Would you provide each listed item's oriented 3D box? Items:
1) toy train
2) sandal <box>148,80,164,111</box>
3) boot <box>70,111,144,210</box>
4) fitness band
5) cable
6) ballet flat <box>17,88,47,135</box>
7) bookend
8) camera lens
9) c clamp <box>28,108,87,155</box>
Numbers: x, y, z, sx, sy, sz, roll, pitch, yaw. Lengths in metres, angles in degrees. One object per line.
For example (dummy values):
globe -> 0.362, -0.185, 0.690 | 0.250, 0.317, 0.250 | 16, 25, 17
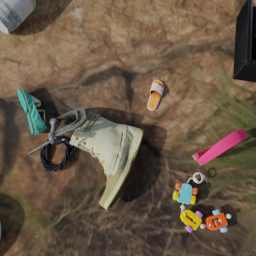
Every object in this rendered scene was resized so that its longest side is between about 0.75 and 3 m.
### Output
toy train -> 2.349, 2.587, 9.288 | 1.529, 0.566, 2.036 | -23, 78, -8
sandal -> 1.061, -1.269, 10.521 | 0.486, 0.364, 1.269 | 14, 74, 4
boot -> -0.946, 1.001, 9.473 | 2.293, 1.069, 2.965 | 21, 69, 5
fitness band -> 2.965, 0.590, 8.862 | 1.623, 2.261, 0.423 | -36, 77, 27
cable -> -2.574, 0.909, 9.878 | 1.098, 0.342, 1.345 | 31, 76, 9
ballet flat -> -3.457, -0.655, 10.280 | 0.674, 0.645, 1.916 | -15, 72, -31
bookend -> 5.682, -3.193, 10.599 | 2.896, 1.334, 2.877 | 9, 73, 2
camera lens -> -4.663, -4.826, 11.034 | 1.429, 1.429, 1.787 | 33, 76, 9
c clamp -> -2.240, -0.084, 9.272 | 1.926, 2.255, 0.305 | -25, 112, 3
